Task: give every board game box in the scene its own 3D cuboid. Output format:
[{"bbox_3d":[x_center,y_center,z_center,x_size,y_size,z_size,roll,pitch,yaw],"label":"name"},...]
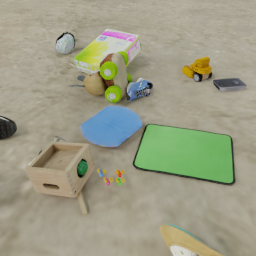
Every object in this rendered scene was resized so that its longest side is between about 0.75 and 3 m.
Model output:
[{"bbox_3d":[-0.534,0.034,9.594,1.643,0.405,2.080,30,50,28],"label":"board game box"}]

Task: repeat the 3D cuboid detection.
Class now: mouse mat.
[{"bbox_3d":[1.808,0.712,8.883,2.974,0.112,2.393,8,36,13],"label":"mouse mat"}]

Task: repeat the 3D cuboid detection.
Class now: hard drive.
[{"bbox_3d":[4.472,-1.909,12.366,1.255,0.266,0.846,-6,36,-9],"label":"hard drive"}]

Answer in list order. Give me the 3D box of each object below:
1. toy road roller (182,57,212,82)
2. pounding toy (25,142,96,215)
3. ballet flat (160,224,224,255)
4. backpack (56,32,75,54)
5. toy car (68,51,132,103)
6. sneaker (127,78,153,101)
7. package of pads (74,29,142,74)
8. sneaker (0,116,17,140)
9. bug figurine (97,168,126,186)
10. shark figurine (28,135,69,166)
[{"bbox_3d":[3.268,-2.859,13.030,0.864,1.027,1.407,-20,40,-25],"label":"toy road roller"},{"bbox_3d":[-1.602,1.273,7.438,1.606,1.142,1.478,2,33,22],"label":"pounding toy"},{"bbox_3d":[1.480,2.683,5.619,2.150,0.738,0.678,21,48,27],"label":"ballet flat"},{"bbox_3d":[-3.494,-4.696,15.693,0.776,1.022,1.225,20,46,19],"label":"backpack"},{"bbox_3d":[-1.233,-2.066,11.513,2.334,1.841,1.917,-1,28,18],"label":"toy car"},{"bbox_3d":[0.510,-1.596,11.603,0.755,0.665,1.694,17,39,26],"label":"sneaker"},{"bbox_3d":[-0.885,-3.592,13.613,2.185,0.964,2.828,23,60,28],"label":"package of pads"},{"bbox_3d":[-4.941,-0.312,9.623,2.555,0.967,1.118,5,31,6],"label":"sneaker"},{"bbox_3d":[-0.441,1.289,7.411,0.797,0.205,0.618,7,30,-26],"label":"bug figurine"},{"bbox_3d":[-2.259,0.765,8.299,0.625,1.498,0.895,44,8,-3],"label":"shark figurine"}]
